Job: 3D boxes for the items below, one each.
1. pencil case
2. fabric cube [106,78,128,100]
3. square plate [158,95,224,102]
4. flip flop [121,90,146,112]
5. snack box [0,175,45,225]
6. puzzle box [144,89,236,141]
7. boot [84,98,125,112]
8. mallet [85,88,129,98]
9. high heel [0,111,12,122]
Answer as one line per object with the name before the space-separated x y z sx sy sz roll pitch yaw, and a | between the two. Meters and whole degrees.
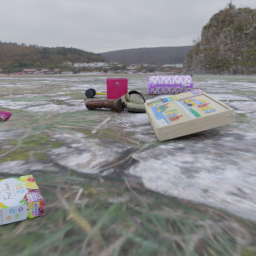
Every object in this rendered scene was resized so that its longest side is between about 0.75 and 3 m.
pencil case | 2.462 -2.521 16.571 2.738 1.149 1.171 -3 23 -2
fabric cube | -0.573 -1.984 14.302 1.069 1.086 1.090 0 13 -5
square plate | 2.918 -1.280 12.978 2.172 0.312 2.193 -8 16 -34
flip flop | 0.257 -1.158 11.488 1.042 0.740 2.569 -1 13 -6
snack box | -1.510 0.919 3.692 0.635 0.236 0.892 -7 15 -27
puzzle box | 1.568 -0.486 8.025 1.932 0.369 2.904 -14 18 1
boot | -1.028 -0.919 10.913 1.651 0.530 1.539 5 1 7
mallet | -1.106 -1.800 15.047 2.472 0.509 0.814 7 14 12
high heel | -4.444 -0.471 9.250 1.102 0.371 0.529 8 24 10
